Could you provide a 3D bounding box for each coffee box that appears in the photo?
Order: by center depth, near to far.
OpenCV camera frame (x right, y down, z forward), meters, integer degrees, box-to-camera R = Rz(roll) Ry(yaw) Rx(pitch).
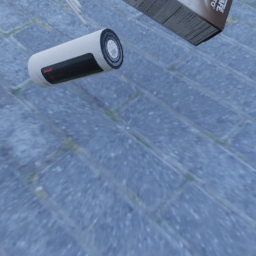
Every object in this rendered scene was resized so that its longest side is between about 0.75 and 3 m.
[{"bbox_3d":[1.074,-3.543,6.826,2.913,1.161,1.666,25,77,-17],"label":"coffee box"}]

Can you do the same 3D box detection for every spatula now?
[{"bbox_3d":[-1.908,-3.833,7.044,0.217,1.883,2.708,-40,92,0],"label":"spatula"}]

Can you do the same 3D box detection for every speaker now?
[{"bbox_3d":[-1.093,-1.352,5.648,1.934,0.785,0.785,-7,47,31],"label":"speaker"}]
